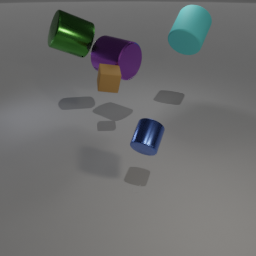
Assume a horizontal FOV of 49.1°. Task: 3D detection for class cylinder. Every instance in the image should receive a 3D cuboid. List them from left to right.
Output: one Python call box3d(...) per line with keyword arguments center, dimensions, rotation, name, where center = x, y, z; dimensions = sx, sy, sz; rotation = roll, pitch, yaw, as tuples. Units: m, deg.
box3d(center=(-2.178, -3.565, 10.698), dimensions=(1.400, 1.400, 1.400), rotation=(12, 20, -29), name="cylinder")
box3d(center=(-0.430, -2.632, 10.484), dimensions=(1.400, 1.400, 1.400), rotation=(24, 36, 32), name="cylinder")
box3d(center=(0.482, 0.226, 6.946), dimensions=(0.700, 0.700, 0.700), rotation=(12, 64, 21), name="cylinder")
box3d(center=(2.503, -3.949, 11.355), dimensions=(1.400, 1.400, 1.400), rotation=(15, 67, 27), name="cylinder")

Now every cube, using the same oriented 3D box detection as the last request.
box3d(center=(-0.656, -1.685, 9.502), dimensions=(0.700, 0.700, 0.700), rotation=(4, 40, -13), name="cube")
